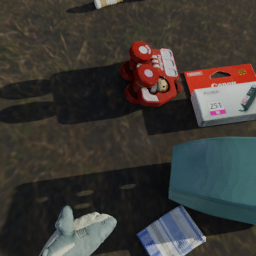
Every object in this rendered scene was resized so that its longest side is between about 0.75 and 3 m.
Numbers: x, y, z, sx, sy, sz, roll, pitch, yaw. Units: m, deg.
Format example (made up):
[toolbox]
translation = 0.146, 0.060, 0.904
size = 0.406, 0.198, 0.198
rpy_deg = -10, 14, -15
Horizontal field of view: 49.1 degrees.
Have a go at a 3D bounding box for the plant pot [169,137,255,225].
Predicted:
[plant pot]
translation = 2.413, 1.331, 7.301
size = 2.616, 1.848, 1.849
rpy_deg = 4, 64, 9

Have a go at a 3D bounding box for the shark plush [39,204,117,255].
[shark plush]
translation = -0.961, 2.100, 4.321
size = 0.873, 0.952, 2.095
rpy_deg = 19, 33, 12

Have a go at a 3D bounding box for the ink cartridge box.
[ink cartridge box]
translation = 3.315, -1.241, 9.176
size = 2.507, 0.546, 2.176
rpy_deg = -8, 66, -4

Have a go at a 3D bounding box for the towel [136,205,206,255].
[towel]
translation = 1.141, 2.875, 7.395
size = 1.526, 0.182, 1.120
rpy_deg = -29, 67, -13

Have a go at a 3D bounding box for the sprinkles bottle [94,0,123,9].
[sprinkles bottle]
translation = -0.769, -5.047, 11.084
size = 1.088, 0.371, 0.371
rpy_deg = -21, 66, -9

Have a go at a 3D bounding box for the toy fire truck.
[toy fire truck]
translation = 0.863, -1.732, 9.139
size = 1.856, 1.239, 2.210
rpy_deg = -1, 64, -21
